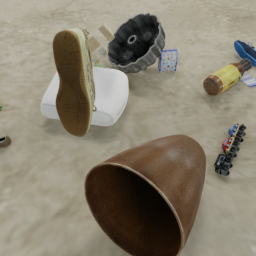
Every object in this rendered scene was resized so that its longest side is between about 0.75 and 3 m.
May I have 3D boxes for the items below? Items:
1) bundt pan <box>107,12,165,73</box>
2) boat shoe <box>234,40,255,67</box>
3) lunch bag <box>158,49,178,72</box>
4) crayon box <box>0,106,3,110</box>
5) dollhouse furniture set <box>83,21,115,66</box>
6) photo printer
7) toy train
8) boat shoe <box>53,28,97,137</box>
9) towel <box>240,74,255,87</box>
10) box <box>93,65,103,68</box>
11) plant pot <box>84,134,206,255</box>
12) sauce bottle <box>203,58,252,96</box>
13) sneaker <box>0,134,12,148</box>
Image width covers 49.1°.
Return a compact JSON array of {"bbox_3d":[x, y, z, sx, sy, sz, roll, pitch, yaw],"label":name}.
[{"bbox_3d":[0.446,-3.581,12.276,2.795,1.049,2.795,-17,58,30],"label":"bundt pan"},{"bbox_3d":[5.725,-3.555,13.238,0.608,0.745,1.770,-28,62,-3],"label":"boat shoe"},{"bbox_3d":[1.769,-3.053,12.475,0.800,0.941,0.583,-5,44,-4],"label":"lunch bag"},{"bbox_3d":[-6.285,-0.782,10.297,2.689,0.683,1.707,13,45,12],"label":"crayon box"},{"bbox_3d":[-1.166,-3.048,9.975,1.351,1.241,0.879,-39,25,15],"label":"dollhouse furniture set"},{"bbox_3d":[-1.448,-1.253,10.405,2.872,0.997,2.390,9,53,9],"label":"photo printer"},{"bbox_3d":[3.314,0.611,9.073,0.544,0.405,2.377,13,45,31],"label":"toy train"},{"bbox_3d":[-1.031,-0.902,5.942,0.843,2.299,0.721,13,30,16],"label":"boat shoe"},{"bbox_3d":[5.195,-2.053,12.045,0.600,0.097,0.817,-17,46,-16],"label":"towel"},{"bbox_3d":[-1.752,-2.218,12.089,1.158,0.291,1.604,2,45,2],"label":"box"},{"bbox_3d":[0.811,1.343,7.028,2.610,2.610,2.793,27,38,25],"label":"plant pot"},{"bbox_3d":[4.244,-2.207,11.646,2.652,0.875,0.875,-31,52,-27],"label":"sauce bottle"},{"bbox_3d":[-4.439,0.507,9.117,1.166,0.441,0.411,-23,48,-22],"label":"sneaker"}]
